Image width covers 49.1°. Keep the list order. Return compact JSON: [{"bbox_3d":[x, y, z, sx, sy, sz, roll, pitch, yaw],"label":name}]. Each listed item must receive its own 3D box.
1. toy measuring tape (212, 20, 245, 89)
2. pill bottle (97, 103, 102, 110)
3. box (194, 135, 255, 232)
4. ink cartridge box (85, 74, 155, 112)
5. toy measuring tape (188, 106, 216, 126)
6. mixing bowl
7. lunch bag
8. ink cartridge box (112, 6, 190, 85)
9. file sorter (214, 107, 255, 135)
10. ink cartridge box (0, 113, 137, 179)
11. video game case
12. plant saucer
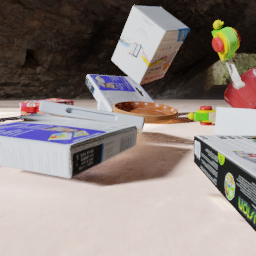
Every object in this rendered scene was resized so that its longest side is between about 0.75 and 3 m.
[{"bbox_3d":[3.370,-2.403,9.092,0.873,2.373,0.873,-25,6,3],"label":"toy measuring tape"},{"bbox_3d":[-1.113,-1.154,14.625,0.982,0.982,1.792,-1,8,-7],"label":"pill bottle"},{"bbox_3d":[1.859,0.530,3.308,1.570,0.495,2.853,0,7,1],"label":"box"},{"bbox_3d":[-0.291,-1.584,13.733,2.828,0.614,2.802,-5,46,-35],"label":"ink cartridge box"},{"bbox_3d":[3.254,-0.463,10.209,2.106,0.775,0.775,0,7,8],"label":"toy measuring tape"},{"bbox_3d":[5.855,-1.363,12.605,2.623,1.421,2.623,-9,-34,-6],"label":"mixing bowl"},{"bbox_3d":[-3.675,-0.836,12.370,2.227,0.913,1.962,5,9,36],"label":"lunch bag"},{"bbox_3d":[0.899,-3.478,11.810,1.845,2.550,1.877,45,42,19],"label":"ink cartridge box"},{"bbox_3d":[2.759,-0.037,6.578,0.748,0.834,1.202,0,7,-28],"label":"file sorter"},{"bbox_3d":[-1.322,0.157,4.785,2.340,0.508,2.318,8,10,21],"label":"ink cartridge box"},{"bbox_3d":[-0.717,-0.200,6.997,2.231,0.281,2.452,10,-3,2],"label":"video game case"},{"bbox_3d":[0.719,-0.658,11.625,2.666,0.430,2.666,4,16,-1],"label":"plant saucer"}]
